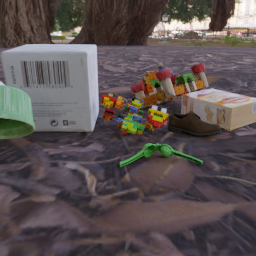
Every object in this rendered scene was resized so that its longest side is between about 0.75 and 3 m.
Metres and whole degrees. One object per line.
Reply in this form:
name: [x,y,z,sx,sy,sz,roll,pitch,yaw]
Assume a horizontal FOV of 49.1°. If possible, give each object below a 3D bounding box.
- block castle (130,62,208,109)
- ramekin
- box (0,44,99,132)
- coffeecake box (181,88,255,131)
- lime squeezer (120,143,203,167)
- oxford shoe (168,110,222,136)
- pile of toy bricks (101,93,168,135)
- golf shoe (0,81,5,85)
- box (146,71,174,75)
block castle: [1.617,-1.809,10.921,2.876,1.349,1.921,-19,0,-44]
ramekin: [-3.043,-0.349,6.514,1.674,0.818,1.674,-5,-16,-2]
box: [-2.283,-1.355,9.027,2.491,2.503,2.144,0,23,0]
coffeecake box: [3.215,-0.729,9.801,1.661,0.790,2.163,-14,24,-31]
lime squeezer: [0.771,0.618,6.783,1.962,0.370,0.693,0,20,-3]
oxford shoe: [2.004,-0.152,8.424,1.617,0.683,0.588,9,20,18]
pile of toy bricks: [0.079,-0.204,8.444,2.048,1.136,1.011,16,49,-2]
golf shoe: [-5.993,-1.424,11.920,1.106,0.910,2.340,25,28,14]
box: [1.611,-2.181,13.559,0.974,0.933,1.954,-6,21,-15]
